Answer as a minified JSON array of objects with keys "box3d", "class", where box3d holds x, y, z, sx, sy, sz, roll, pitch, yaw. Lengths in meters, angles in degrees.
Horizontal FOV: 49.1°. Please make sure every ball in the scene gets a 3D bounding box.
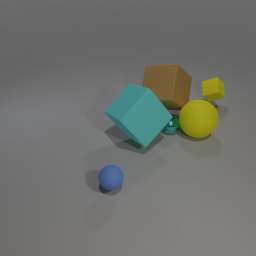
[{"box3d":[1.589,-0.123,10.598,0.700,0.700,0.700,0,33,0],"class":"ball"},{"box3d":[2.573,-0.337,10.261,1.400,1.400,1.400,0,33,0],"class":"ball"},{"box3d":[-0.467,1.367,7.747,0.700,0.700,0.700,0,33,0],"class":"ball"}]

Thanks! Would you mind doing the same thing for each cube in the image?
[{"box3d":[3.632,-1.629,11.923,0.700,0.700,0.700,-13,-23,37],"class":"cube"},{"box3d":[0.329,-0.457,9.481,1.400,1.400,1.400,-48,30,-7],"class":"cube"},{"box3d":[1.500,-1.538,10.889,1.400,1.400,1.400,4,-10,36],"class":"cube"}]
